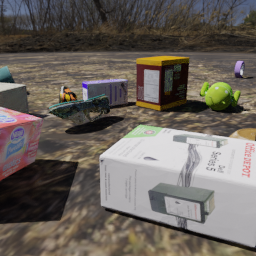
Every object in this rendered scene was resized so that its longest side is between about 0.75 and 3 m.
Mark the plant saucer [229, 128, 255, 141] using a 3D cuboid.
[{"bbox_3d":[3.496,0.285,7.638,1.434,0.254,1.434,0,19,0],"label":"plant saucer"}]

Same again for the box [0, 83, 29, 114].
[{"bbox_3d":[-4.704,-0.680,9.122,1.368,1.120,2.881,7,20,19],"label":"box"}]

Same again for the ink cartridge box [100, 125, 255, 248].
[{"bbox_3d":[1.006,0.800,4.859,2.459,1.033,1.789,8,20,22],"label":"ink cartridge box"}]

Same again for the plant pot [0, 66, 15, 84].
[{"bbox_3d":[-6.183,-2.275,13.801,1.041,1.297,1.297,-25,26,-15],"label":"plant pot"}]

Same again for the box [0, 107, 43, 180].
[{"bbox_3d":[-2.662,0.283,5.326,1.157,1.068,2.256,15,9,5],"label":"box"}]

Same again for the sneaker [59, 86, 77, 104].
[{"bbox_3d":[-2.584,-1.381,12.217,0.755,0.587,1.678,4,21,-10],"label":"sneaker"}]

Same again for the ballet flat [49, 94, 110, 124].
[{"bbox_3d":[-1.416,-0.544,9.045,0.880,0.880,2.370,16,25,39],"label":"ballet flat"}]

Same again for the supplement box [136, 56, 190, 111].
[{"bbox_3d":[1.424,-1.886,11.457,1.273,1.917,1.890,17,25,41],"label":"supplement box"}]

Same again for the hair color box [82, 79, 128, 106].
[{"bbox_3d":[-0.919,-1.445,11.579,1.849,1.010,0.599,-9,20,-27],"label":"hair color box"}]

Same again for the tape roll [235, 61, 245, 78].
[{"bbox_3d":[7.564,-3.970,18.968,0.357,1.088,1.088,14,23,33],"label":"tape roll"}]

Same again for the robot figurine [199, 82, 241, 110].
[{"bbox_3d":[3.616,-1.262,11.105,1.475,0.973,1.681,22,24,17],"label":"robot figurine"}]
